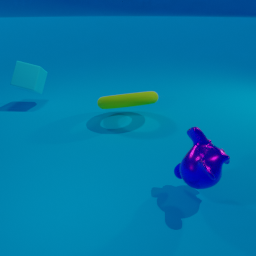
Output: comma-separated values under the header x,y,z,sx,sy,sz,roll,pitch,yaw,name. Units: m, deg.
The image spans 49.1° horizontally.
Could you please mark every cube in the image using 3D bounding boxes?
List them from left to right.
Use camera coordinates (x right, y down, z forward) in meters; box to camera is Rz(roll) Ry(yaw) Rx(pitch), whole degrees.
x,y,z,sx,sy,sz,roll,pitch,yaw,name
-3.641,-1.841,10.366,0.903,0.903,0.903,14,-2,1,cube

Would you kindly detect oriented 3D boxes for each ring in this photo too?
x,y,z,sx,sy,sz,roll,pitch,yaw,name
-0.008,-0.904,9.097,1.986,0.397,1.986,-6,6,1,ring

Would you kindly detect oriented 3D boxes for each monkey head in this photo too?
x,y,z,sx,sy,sz,roll,pitch,yaw,name
1.320,0.601,5.354,0.911,1.088,1.512,-37,0,-16,monkey head
